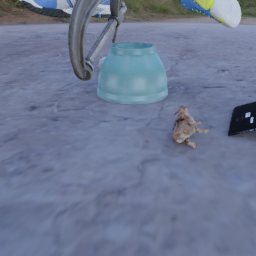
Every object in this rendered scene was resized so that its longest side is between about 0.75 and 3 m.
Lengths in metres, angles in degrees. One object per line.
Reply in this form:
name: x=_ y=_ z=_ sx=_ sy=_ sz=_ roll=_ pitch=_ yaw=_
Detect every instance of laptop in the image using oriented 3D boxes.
laptop: x=4.572 y=-0.025 z=8.317 sx=2.634 sy=1.360 sz=2.334 roll=-16 pitch=15 yaw=30

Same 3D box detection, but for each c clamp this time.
c clamp: x=-0.490 y=-1.998 z=5.580 sx=0.386 sy=2.435 sz=2.850 roll=20 pitch=51 yaw=4

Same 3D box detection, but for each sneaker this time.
sneaker: x=-1.488 y=-3.596 z=7.470 sx=2.759 sy=1.063 sz=1.044 roll=-13 pitch=43 yaw=-25
sneaker: x=1.959 y=-3.191 z=7.027 sx=0.720 sy=1.901 sz=0.999 roll=-47 pitch=11 yaw=-10

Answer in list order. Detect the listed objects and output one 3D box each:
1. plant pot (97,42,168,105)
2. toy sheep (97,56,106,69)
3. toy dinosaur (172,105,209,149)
plant pot: x=0.189 y=-2.325 z=11.125 sx=2.901 sy=1.944 sz=2.901 roll=1 pitch=25 yaw=0
toy sheep: x=-1.167 y=-3.335 z=14.628 sx=0.854 sy=0.854 sz=1.239 roll=-9 pitch=37 yaw=-19
toy dinosaur: x=1.500 y=0.059 z=7.646 sx=1.016 sy=0.643 sz=1.499 roll=7 pitch=40 yaw=39
